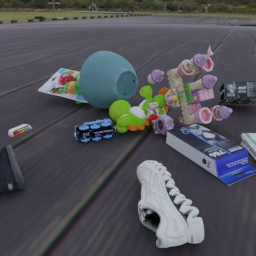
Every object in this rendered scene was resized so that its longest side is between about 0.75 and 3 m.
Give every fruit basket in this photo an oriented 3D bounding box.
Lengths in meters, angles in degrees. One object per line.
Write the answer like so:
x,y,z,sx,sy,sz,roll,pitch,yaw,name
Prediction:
-2.396,-2.018,12.345,2.338,1.096,2.165,18,42,8,fruit basket

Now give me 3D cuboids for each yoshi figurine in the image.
0.375,-0.728,10.056,2.617,1.471,1.465,-26,20,-39,yoshi figurine

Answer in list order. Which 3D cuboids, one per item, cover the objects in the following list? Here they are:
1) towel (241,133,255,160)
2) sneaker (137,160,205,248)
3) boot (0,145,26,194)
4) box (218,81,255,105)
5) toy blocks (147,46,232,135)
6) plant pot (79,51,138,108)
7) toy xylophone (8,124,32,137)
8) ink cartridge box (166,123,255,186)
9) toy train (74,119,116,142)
4.876,0.747,8.076,2.660,0.408,1.984,1,28,-4,towel
0.594,1.495,5.924,0.972,0.901,2.399,-16,28,-13,sneaker
-3.755,1.200,6.763,2.111,0.693,1.740,-18,29,-24,boot
4.592,-1.409,11.393,1.568,0.675,1.284,-1,-6,8,box
2.098,-1.162,9.098,2.495,2.332,2.101,-12,-1,-25,toy blocks
-0.511,-1.784,10.838,2.282,2.282,1.537,-20,26,-35,plant pot
-3.409,0.066,8.893,0.760,0.191,0.556,-26,23,-37,toy xylophone
2.373,0.629,8.083,1.276,0.503,2.566,-14,30,-28,ink cartridge box
-1.098,0.070,9.192,1.356,0.588,0.774,-10,18,-15,toy train
